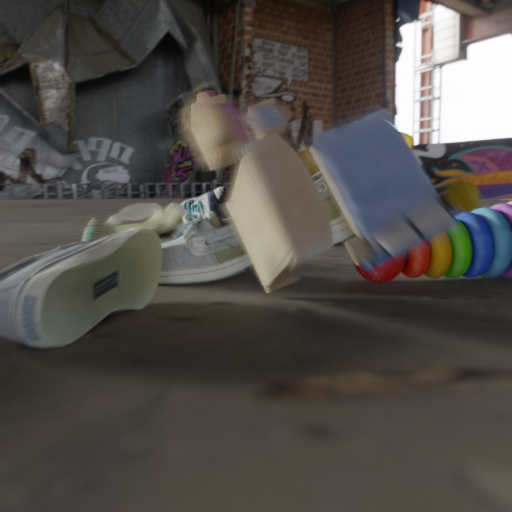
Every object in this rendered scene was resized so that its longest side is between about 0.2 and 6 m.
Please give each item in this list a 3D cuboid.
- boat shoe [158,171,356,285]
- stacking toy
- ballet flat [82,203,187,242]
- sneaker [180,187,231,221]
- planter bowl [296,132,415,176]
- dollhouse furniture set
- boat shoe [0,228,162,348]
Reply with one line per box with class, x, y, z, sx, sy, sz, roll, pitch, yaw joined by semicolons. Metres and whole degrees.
boat shoe;-0.135;-0.347;6.555;2.842;0.911;1.047;-14;11;2
stacking toy;2.216;-0.114;6.546;2.237;0.955;0.955;-5;8;-11
ballet flat;-1.430;-0.337;7.971;0.784;0.870;2.311;30;22;31
sneaker;-1.199;-0.816;12.264;1.192;1.072;2.762;-12;2;-11
planter bowl;2.019;-1.561;13.192;3.658;1.523;3.658;-17;24;7
dollhouse furniture set;0.847;-0.981;5.244;2.268;2.141;1.480;-23;-8;-13
boat shoe;-1.451;0.162;4.643;0.757;0.741;2.125;6;12;13
